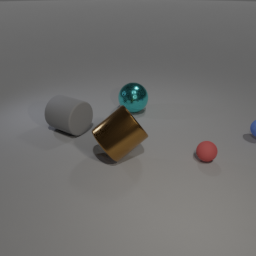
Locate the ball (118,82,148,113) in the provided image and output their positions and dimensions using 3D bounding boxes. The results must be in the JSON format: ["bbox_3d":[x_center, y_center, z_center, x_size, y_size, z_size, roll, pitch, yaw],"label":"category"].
[{"bbox_3d":[0.244,-1.404,12.983,1.400,1.400,1.400,0,28,0],"label":"ball"}]

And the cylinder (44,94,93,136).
[{"bbox_3d":[-2.383,-0.536,11.342,1.400,1.400,1.400,18,33,30],"label":"cylinder"}]

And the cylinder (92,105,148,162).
[{"bbox_3d":[-0.265,0.180,9.482,1.400,1.400,1.400,-39,34,2],"label":"cylinder"}]

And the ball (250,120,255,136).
[{"bbox_3d":[4.954,0.008,10.476,0.700,0.700,0.700,0,28,0],"label":"ball"}]

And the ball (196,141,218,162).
[{"bbox_3d":[2.670,0.784,9.495,0.700,0.700,0.700,0,28,0],"label":"ball"}]
